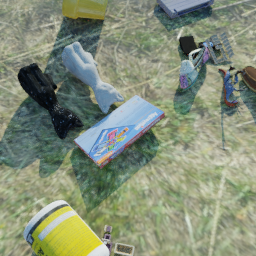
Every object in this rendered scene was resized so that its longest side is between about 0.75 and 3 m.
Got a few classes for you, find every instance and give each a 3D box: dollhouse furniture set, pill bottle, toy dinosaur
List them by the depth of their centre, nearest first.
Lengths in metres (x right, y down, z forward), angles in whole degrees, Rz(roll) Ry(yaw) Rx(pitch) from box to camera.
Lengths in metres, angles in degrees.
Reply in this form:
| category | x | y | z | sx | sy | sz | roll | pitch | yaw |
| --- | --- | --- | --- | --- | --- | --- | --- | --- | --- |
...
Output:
| category | x | y | z | sx | sy | sz | roll | pitch | yaw |
| --- | --- | --- | --- | --- | --- | --- | --- | --- | --- |
| pill bottle | -1.360 | 3.158 | 7.070 | 2.488 | 1.384 | 1.384 | 39 | 66 | 22 |
| dollhouse furniture set | -0.263 | 3.040 | 7.564 | 0.916 | 0.650 | 0.726 | 9 | 59 | 6 |
| toy dinosaur | 3.866 | -1.519 | 10.505 | 0.841 | 1.602 | 1.454 | 25 | 88 | -17 |

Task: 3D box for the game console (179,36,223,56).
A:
| category | x | y | z | sx | sy | sz | roll | pitch | yaw |
| --- | --- | --- | --- | --- | --- | --- | --- | --- | --- |
| game console | 3.068 | -3.508 | 11.788 | 1.739 | 0.210 | 1.026 | -6 | 59 | -4 |

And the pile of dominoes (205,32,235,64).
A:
| category | x | y | z | sx | sy | sz | roll | pitch | yaw |
| --- | --- | --- | --- | --- | --- | --- | --- | --- | --- |
| pile of dominoes | 3.776 | -3.276 | 11.552 | 0.957 | 0.195 | 1.227 | -18 | 80 | -6 |

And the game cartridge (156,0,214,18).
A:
| category | x | y | z | sx | sy | sz | roll | pitch | yaw |
| --- | --- | --- | --- | --- | --- | --- | --- | --- | --- |
| game cartridge | 2.672 | -6.022 | 13.214 | 2.331 | 0.447 | 1.511 | -23 | 57 | -13 |

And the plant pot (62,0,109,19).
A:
| category | x | y | z | sx | sy | sz | roll | pitch | yaw |
| --- | --- | --- | --- | --- | --- | --- | --- | --- | --- |
| plant pot | -1.761 | -5.622 | 12.204 | 1.819 | 1.934 | 1.934 | 15 | 59 | -10 |

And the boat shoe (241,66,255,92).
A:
| category | x | y | z | sx | sy | sz | roll | pitch | yaw |
| --- | --- | --- | --- | --- | --- | --- | --- | --- | --- |
| boat shoe | 5.157 | -1.598 | 10.304 | 0.810 | 0.760 | 2.249 | -29 | 63 | -16 |

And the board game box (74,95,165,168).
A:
| category | x | y | z | sx | sy | sz | roll | pitch | yaw |
| --- | --- | --- | --- | --- | --- | --- | --- | --- | --- |
| board game box | -0.263 | 0.014 | 9.429 | 2.847 | 0.277 | 1.466 | -38 | 50 | -20 |

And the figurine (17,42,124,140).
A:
| category | x | y | z | sx | sy | sz | roll | pitch | yaw |
| --- | --- | --- | --- | --- | --- | --- | --- | --- | --- |
| figurine | -1.931 | -1.342 | 10.028 | 2.894 | 1.246 | 2.823 | -32 | 74 | -18 |

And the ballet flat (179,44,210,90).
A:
| category | x | y | z | sx | sy | sz | roll | pitch | yaw |
| --- | --- | --- | --- | --- | --- | --- | --- | --- | --- |
| ballet flat | 2.471 | -2.439 | 10.762 | 0.759 | 0.782 | 2.196 | 5 | 49 | 47 |
